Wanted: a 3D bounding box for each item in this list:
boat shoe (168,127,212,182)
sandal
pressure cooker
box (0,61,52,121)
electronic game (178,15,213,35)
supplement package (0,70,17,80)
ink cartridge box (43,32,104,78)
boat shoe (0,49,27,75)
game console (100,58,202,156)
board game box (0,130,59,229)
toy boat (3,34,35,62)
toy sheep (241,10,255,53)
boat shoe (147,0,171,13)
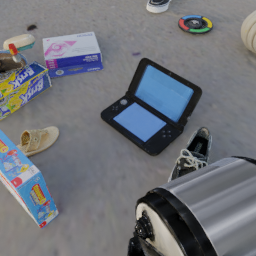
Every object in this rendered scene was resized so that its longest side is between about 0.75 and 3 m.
[{"bbox_3d":[1.695,0.932,7.286,0.873,0.808,2.365,24,53,19],"label":"boat shoe"},{"bbox_3d":[-2.797,0.370,7.888,1.920,0.631,0.704,-35,58,-26],"label":"sandal"},{"bbox_3d":[1.398,2.069,5.179,2.892,2.543,2.583,-18,48,-19],"label":"pressure cooker"},{"bbox_3d":[-3.633,-1.227,9.139,0.744,0.810,2.313,32,57,22],"label":"box"},{"bbox_3d":[2.972,-4.571,12.350,1.525,0.317,1.525,0,50,0],"label":"electronic game"},{"bbox_3d":[-4.396,-1.891,9.776,0.929,0.714,0.971,30,57,23],"label":"supplement package"},{"bbox_3d":[-2.150,-2.892,10.828,2.107,0.465,2.146,-11,49,-10],"label":"ink cartridge box"},{"bbox_3d":[-4.265,-1.949,8.949,2.081,0.752,0.753,-3,56,8],"label":"boat shoe"},{"bbox_3d":[0.593,-0.698,8.330,2.342,1.363,2.060,36,58,27],"label":"game console"},{"bbox_3d":[-2.538,1.103,6.403,1.964,1.923,0.549,37,58,26],"label":"board game box"},{"bbox_3d":[-3.287,-2.391,8.394,0.970,0.536,1.154,-12,34,3],"label":"toy boat"},{"bbox_3d":[5.243,-3.782,10.727,1.855,1.855,2.690,-1,40,-1],"label":"toy sheep"},{"bbox_3d":[1.760,-6.611,13.667,1.031,0.974,2.874,24,53,19],"label":"boat shoe"}]
